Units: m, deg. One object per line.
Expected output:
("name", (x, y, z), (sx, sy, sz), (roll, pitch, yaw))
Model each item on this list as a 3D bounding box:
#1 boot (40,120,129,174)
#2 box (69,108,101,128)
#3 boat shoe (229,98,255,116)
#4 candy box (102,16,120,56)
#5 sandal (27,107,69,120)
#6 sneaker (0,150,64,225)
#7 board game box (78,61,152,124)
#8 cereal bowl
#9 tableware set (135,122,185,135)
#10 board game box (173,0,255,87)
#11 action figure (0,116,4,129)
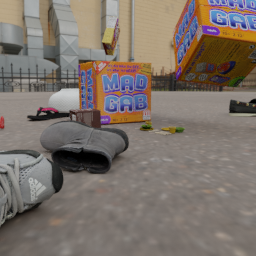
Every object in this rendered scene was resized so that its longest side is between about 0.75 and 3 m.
("boot", (-1.065, 0.319, 5.223), (1.987, 0.694, 1.308), (-1, 13, 20))
("box", (-1.294, -0.228, 8.452), (0.795, 0.660, 0.653), (-5, 10, -27))
("boat shoe", (5.753, -0.918, 12.478), (2.509, 0.786, 0.918), (1, 9, -4))
("candy box", (-0.447, -2.512, 7.652), (0.259, 0.916, 0.535), (9, -23, 11))
("sandal", (-3.247, -0.647, 11.554), (0.822, 0.493, 2.188), (6, 11, 32))
("sneaker", (-1.182, 0.590, 2.459), (1.576, 1.024, 2.728), (-4, 9, -36))
("board game box", (-0.565, -1.395, 10.871), (2.172, 2.174, 2.173), (-5, 10, -26))
("cereal bowl", (-2.978, -1.574, 15.344), (2.735, 1.139, 2.735), (0, 8, 0))
("tableware set", (0.985, -0.031, 8.635), (0.977, 0.223, 1.451), (-7, 11, -36))
("board game box", (2.659, -2.687, 8.313), (2.024, 2.025, 2.026), (5, -26, -9))
("action figure", (-4.857, -0.080, 8.013), (0.771, 0.609, 2.358), (11, 17, 41))
